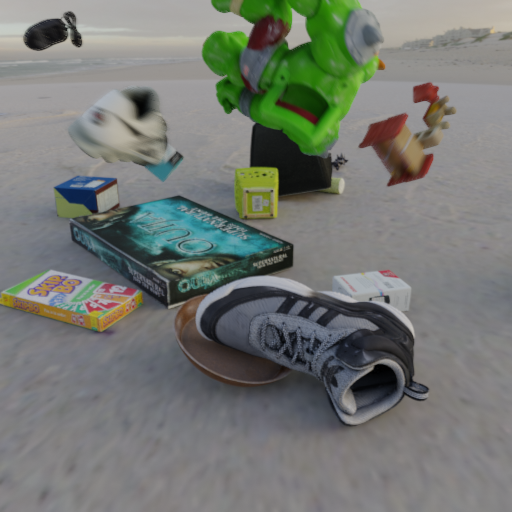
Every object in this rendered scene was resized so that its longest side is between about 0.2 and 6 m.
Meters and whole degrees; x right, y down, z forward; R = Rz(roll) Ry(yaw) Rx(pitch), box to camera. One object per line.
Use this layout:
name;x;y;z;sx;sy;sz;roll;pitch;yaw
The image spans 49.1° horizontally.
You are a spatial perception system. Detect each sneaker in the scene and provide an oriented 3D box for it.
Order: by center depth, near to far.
sneaker;0.683;1.150;7.004;2.974;1.122;1.692;9;22;-4
sneaker;-1.850;-2.153;9.109;0.982;1.173;2.650;46;16;-1

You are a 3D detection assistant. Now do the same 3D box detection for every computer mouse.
computer mouse;-4.185;-4.536;11.419;1.130;0.782;0.298;-21;54;-14

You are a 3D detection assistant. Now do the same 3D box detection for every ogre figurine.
ogre figurine;0.505;-3.303;9.421;2.836;4.730;2.321;42;52;8

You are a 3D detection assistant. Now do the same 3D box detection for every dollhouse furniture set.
dollhouse furniture set;2.895;-2.427;10.587;0.834;1.103;2.050;-9;41;49

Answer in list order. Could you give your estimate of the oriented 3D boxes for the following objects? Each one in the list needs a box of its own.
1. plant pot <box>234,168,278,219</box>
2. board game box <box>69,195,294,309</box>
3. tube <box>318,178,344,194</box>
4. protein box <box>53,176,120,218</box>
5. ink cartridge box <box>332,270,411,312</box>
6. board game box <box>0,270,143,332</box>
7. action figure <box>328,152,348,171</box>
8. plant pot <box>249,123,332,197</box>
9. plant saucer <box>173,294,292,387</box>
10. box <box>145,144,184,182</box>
plant pot;0.022;-1.493;13.810;1.090;1.096;0.994;-1;30;-3
board game box;-1.662;-0.286;11.465;2.828;0.589;4.180;-17;28;-36
tube;1.641;-2.065;16.022;1.721;0.447;0.499;9;-19;29
protein box;-4.228;-1.477;14.074;1.152;0.783;1.160;5;23;12
ink cartridge box;1.915;0.628;9.434;1.085;0.449;0.791;-6;23;-14
board game box;-3.190;0.700;9.497;2.315;0.347;1.106;8;23;25
action figure;2.646;-3.157;18.452;0.667;0.573;1.122;-2;22;24
plant pot;0.888;-2.917;15.561;2.183;1.941;2.188;-7;20;12
plant saucer;-0.300;1.187;7.720;1.785;0.307;1.785;15;31;-9
box;-2.267;-2.229;11.026;1.666;0.410;0.686;39;29;-9
